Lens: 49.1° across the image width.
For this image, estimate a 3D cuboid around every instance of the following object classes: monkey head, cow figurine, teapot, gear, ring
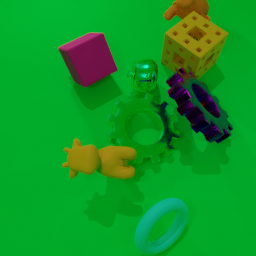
[{"bbox_3d":[1.817,-3.558,8.617,1.248,1.045,1.734,-40,31,17],"label":"monkey head"},{"bbox_3d":[-0.569,0.710,6.045,1.482,1.507,0.827,5,83,2],"label":"cow figurine"},{"bbox_3d":[0.376,-1.438,7.724,0.794,1.009,1.622,5,23,-10],"label":"teapot"},{"bbox_3d":[1.795,-0.577,6.965,2.042,0.378,2.042,32,35,-27],"label":"gear"},{"bbox_3d":[0.727,2.088,5.910,1.376,1.376,0.275,-36,40,-16],"label":"ring"},{"bbox_3d":[0.383,0.015,7.217,1.862,0.344,1.862,3,71,-9],"label":"gear"}]

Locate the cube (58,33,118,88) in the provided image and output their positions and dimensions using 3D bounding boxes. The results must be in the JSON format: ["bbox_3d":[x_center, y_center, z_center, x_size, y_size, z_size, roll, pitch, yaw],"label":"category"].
[{"bbox_3d":[-1.115,-1.908,7.744,1.078,1.078,1.078,-31,28,-14],"label":"cube"}]

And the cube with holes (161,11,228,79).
[{"bbox_3d":[1.855,-2.281,8.080,1.216,1.216,1.216,-41,70,-18],"label":"cube with holes"}]
